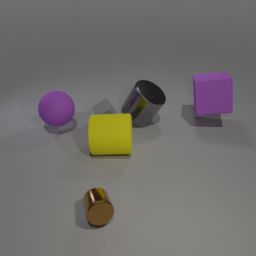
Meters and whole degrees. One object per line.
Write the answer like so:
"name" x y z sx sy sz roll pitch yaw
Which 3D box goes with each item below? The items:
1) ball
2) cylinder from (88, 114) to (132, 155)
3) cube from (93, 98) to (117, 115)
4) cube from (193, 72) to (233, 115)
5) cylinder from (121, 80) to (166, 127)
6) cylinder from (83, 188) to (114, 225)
"ball" -2.782 -0.757 10.941 1.400 1.400 1.400 0 30 0
"cylinder" -0.582 0.218 9.774 1.400 1.400 1.400 -2 30 3
"cube" -0.951 -0.655 11.706 0.700 0.700 0.700 -31 47 12
"cube" 3.406 -1.421 11.385 1.400 1.400 1.400 -4 20 12
"cylinder" 0.624 -1.012 11.546 1.400 1.400 1.400 19 43 -19
"cylinder" -0.772 2.004 7.208 0.700 0.700 0.700 -9 20 -15
